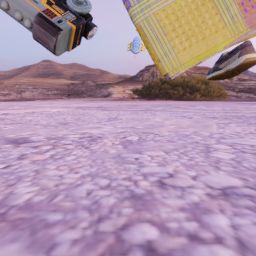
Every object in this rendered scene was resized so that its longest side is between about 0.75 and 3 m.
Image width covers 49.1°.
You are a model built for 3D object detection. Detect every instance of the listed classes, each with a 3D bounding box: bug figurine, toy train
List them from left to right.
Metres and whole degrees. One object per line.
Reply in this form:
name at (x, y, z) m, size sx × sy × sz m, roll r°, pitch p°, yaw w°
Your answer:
toy train at (-2.078, -2.943, 6.790) m, size 1.558 × 2.735 × 1.165 m, roll -49°, pitch -4°, yaw -37°
bug figurine at (1.200, -3.783, 11.595) m, size 2.500 × 1.939 × 0.643 m, roll 1°, pitch -15°, yaw 3°

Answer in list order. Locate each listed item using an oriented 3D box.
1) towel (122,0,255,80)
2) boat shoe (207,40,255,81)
towel at (0.867, -2.487, 4.524) m, size 2.151 × 2.995 × 0.341 m, roll -29°, pitch 3°, yaw 7°
boat shoe at (3.447, -2.201, 9.423) m, size 0.884 × 0.813 × 2.474 m, roll -3°, pitch -4°, yaw -12°
